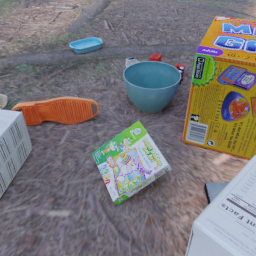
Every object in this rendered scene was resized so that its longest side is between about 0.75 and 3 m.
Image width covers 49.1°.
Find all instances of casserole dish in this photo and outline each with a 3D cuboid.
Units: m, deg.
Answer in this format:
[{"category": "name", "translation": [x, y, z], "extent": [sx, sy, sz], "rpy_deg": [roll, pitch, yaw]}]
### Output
[{"category": "casserole dish", "translation": [-2.003, -3.962, 13.491], "extent": [1.667, 0.323, 1.010], "rpy_deg": [-24, 45, -26]}]

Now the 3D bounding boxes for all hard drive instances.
[{"category": "hard drive", "translation": [2.605, 1.715, 6.574], "extent": [1.416, 0.233, 0.988], "rpy_deg": [0, 39, 0]}]

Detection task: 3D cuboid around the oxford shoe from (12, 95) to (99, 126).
[{"category": "oxford shoe", "translation": [-2.300, -0.745, 9.063], "extent": [2.728, 0.973, 0.994], "rpy_deg": [-2, 34, -2]}]

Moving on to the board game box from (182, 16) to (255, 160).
[{"category": "board game box", "translation": [3.434, -1.151, 7.983], "extent": [2.873, 2.876, 2.874], "rpy_deg": [15, 42, 18]}]

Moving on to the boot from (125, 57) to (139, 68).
[{"category": "boot", "translation": [0.342, -2.805, 11.972], "extent": [0.910, 0.435, 0.335], "rpy_deg": [-6, 39, -7]}]

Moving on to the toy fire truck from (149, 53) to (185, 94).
[{"category": "toy fire truck", "translation": [1.370, -2.168, 11.093], "extent": [1.610, 0.556, 2.282], "rpy_deg": [15, 42, 18]}]

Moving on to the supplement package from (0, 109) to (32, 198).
[{"category": "supplement package", "translation": [-3.787, 0.579, 7.021], "extent": [1.843, 1.418, 1.928], "rpy_deg": [7, 40, 9]}]

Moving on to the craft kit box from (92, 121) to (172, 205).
[{"category": "craft kit box", "translation": [0.033, 0.809, 6.860], "extent": [1.531, 0.376, 1.550], "rpy_deg": [-34, 51, 2]}]

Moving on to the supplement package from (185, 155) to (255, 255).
[{"category": "supplement package", "translation": [2.007, 2.281, 3.798], "extent": [2.210, 2.838, 1.574], "rpy_deg": [32, 49, 33]}]

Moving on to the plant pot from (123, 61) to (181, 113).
[{"category": "plant pot", "translation": [0.778, -1.264, 9.425], "extent": [1.860, 1.252, 1.860], "rpy_deg": [0, 39, 0]}]

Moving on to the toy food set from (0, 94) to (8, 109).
[{"category": "toy food set", "translation": [-5.043, -0.770, 9.342], "extent": [1.186, 0.499, 1.653], "rpy_deg": [15, 36, 17]}]
